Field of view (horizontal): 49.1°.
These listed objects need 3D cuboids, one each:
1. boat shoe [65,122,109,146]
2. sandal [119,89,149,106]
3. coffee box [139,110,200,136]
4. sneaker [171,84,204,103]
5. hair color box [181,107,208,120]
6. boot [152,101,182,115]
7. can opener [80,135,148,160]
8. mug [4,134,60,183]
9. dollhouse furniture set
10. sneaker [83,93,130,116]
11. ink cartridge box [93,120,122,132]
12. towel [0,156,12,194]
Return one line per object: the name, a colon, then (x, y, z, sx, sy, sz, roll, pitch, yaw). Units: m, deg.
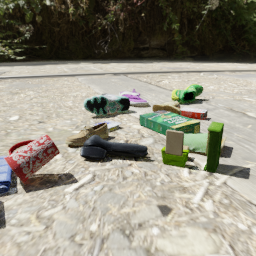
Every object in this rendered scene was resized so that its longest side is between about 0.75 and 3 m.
boat shoe: (-1.381, 0.174, 9.464, 0.604, 0.547, 1.695, 16, 23, 41)
sandal: (0.160, -1.811, 15.534, 1.231, 0.743, 3.025, -7, 19, -21)
coffee box: (1.556, -0.186, 10.705, 1.313, 0.470, 2.136, -12, 21, -30)
sneaker: (3.472, -1.821, 15.659, 2.415, 0.894, 1.009, -20, 36, -35)
hair color box: (2.910, -0.645, 12.443, 1.111, 0.340, 0.564, 9, 22, 31)
boot: (2.077, -0.870, 12.851, 1.235, 0.578, 1.589, -14, 19, -39)
can opener: (-0.385, 0.635, 8.185, 1.964, 0.772, 0.623, 3, -22, 2)
mug: (-2.348, 0.604, 6.775, 1.112, 0.987, 0.742, -37, -9, -20)
dollhouse furniture set: (2.047, 0.204, 8.291, 1.542, 1.181, 2.353, 8, 19, 24)
sneaker: (-1.278, -1.185, 13.439, 2.425, 0.943, 1.696, -1, 13, -36)
ink cartridge box: (-0.786, -0.082, 10.940, 0.801, 0.190, 0.810, 12, 19, 38)
towel: (-4.175, 1.191, 6.610, 2.721, 0.324, 1.998, -4, 16, -20)
